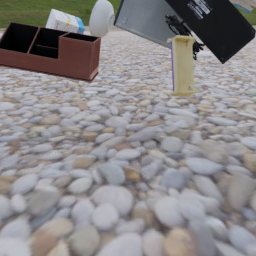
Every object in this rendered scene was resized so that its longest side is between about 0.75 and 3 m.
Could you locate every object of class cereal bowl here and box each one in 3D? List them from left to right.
[{"bbox_3d":[-0.846,-3.814,9.940,0.554,1.331,1.331,23,27,9],"label":"cereal bowl"}]

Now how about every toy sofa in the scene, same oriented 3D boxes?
[{"bbox_3d":[1.233,-1.424,6.597,0.562,1.356,0.662,-3,0,-24],"label":"toy sofa"}]

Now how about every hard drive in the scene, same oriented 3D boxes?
[{"bbox_3d":[0.975,-3.602,8.816,2.463,1.719,0.405,15,20,-22],"label":"hard drive"}]

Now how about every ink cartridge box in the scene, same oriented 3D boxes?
[{"bbox_3d":[-1.836,-2.896,8.148,0.890,0.653,0.650,7,43,-35],"label":"ink cartridge box"},{"bbox_3d":[3.112,-3.847,7.485,1.218,0.702,2.104,34,19,3],"label":"ink cartridge box"}]

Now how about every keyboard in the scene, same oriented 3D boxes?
[{"bbox_3d":[1.750,-2.976,7.338,1.555,2.987,0.592,-40,-5,10],"label":"keyboard"}]

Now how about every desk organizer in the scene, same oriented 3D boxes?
[{"bbox_3d":[-1.875,-1.830,6.660,2.370,0.912,0.850,11,27,3],"label":"desk organizer"}]
